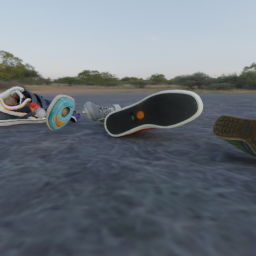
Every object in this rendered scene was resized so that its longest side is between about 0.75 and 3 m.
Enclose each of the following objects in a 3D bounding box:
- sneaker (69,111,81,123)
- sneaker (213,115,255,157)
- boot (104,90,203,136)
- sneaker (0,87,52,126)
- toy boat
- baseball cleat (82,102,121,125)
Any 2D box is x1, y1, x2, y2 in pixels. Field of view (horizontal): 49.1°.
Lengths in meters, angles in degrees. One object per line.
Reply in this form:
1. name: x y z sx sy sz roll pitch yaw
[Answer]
1. sneaker: -2.056 -0.481 10.049 0.841 0.319 0.368 25 53 27
2. sneaker: 2.293 0.225 4.686 0.796 0.595 1.774 22 4 -27
3. boot: 0.797 -0.400 7.288 2.410 0.873 1.739 -13 0 23
4. sneaker: -3.320 -0.767 9.403 1.015 1.028 2.588 40 32 26
5. toy boat: -1.816 -0.361 6.832 0.539 0.974 1.159 36 17 36
6. baseball cleat: -0.738 -0.548 8.593 0.944 0.618 1.773 -22 -9 7
